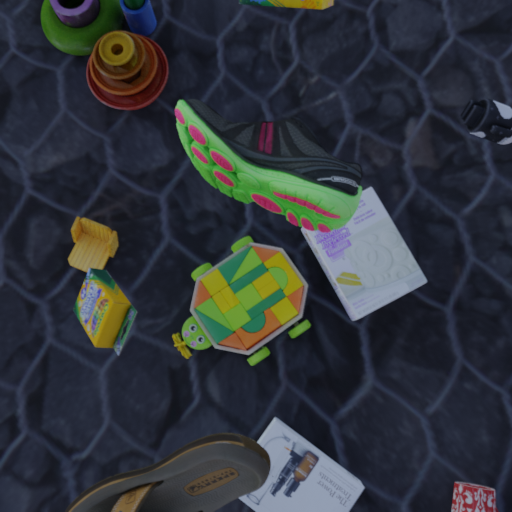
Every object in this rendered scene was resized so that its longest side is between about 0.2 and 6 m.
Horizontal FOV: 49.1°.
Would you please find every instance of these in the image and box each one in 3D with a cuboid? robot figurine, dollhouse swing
[{"bbox_3d":[3.252,-1.855,7.689,0.823,0.513,0.618,17,76,-10],"label":"robot figurine"},{"bbox_3d":[-2.991,-0.157,10.039,0.775,0.704,0.681,23,60,3],"label":"dollhouse swing"}]

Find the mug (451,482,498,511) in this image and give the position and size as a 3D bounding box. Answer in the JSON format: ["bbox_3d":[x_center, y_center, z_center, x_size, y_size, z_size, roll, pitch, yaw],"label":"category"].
[{"bbox_3d":[3.616,4.418,9.274,0.785,1.044,1.176,-3,72,37],"label":"mug"}]

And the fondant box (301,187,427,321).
[{"bbox_3d":[1.895,-0.026,10.029,1.417,0.572,1.963,-28,80,-5],"label":"fondant box"}]

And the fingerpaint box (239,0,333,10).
[{"bbox_3d":[0.423,-4.176,7.514,1.263,0.555,1.514,13,124,19],"label":"fingerpaint box"}]

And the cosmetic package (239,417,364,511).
[{"bbox_3d":[0.656,3.855,9.404,1.840,0.475,1.387,35,85,6],"label":"cosmetic package"}]

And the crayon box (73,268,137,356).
[{"bbox_3d":[-1.961,0.699,7.179,1.064,0.274,0.669,40,110,44],"label":"crayon box"}]

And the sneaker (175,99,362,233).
[{"bbox_3d":[0.143,-1.307,7.398,2.754,1.057,1.154,30,63,9],"label":"sneaker"}]

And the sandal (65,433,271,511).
[{"bbox_3d":[-1.237,3.341,7.040,3.335,0.910,1.363,-29,124,16],"label":"sandal"}]

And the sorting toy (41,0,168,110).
[{"bbox_3d":[-2.803,-4.287,10.395,1.931,1.319,3.213,-39,82,-6],"label":"sorting toy"}]

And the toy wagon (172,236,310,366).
[{"bbox_3d":[-0.343,0.942,9.891,2.544,0.503,1.974,-34,81,-6],"label":"toy wagon"}]
